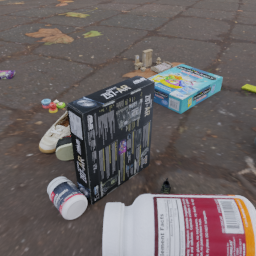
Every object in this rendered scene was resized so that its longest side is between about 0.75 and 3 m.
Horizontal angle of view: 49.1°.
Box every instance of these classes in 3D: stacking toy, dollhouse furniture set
[{"bbox_3d":[-2.951,-0.997,11.082,0.850,0.359,0.769,27,43,33],"label":"stacking toy"},{"bbox_3d":[1.416,-3.252,13.964,1.473,0.843,1.727,-26,42,-32],"label":"dollhouse furniture set"}]

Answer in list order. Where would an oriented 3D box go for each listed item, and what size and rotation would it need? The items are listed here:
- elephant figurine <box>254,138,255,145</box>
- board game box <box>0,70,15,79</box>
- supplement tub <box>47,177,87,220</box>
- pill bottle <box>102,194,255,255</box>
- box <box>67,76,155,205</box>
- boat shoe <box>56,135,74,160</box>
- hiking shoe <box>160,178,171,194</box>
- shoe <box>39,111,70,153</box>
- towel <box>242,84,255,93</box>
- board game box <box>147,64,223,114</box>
[{"bbox_3d":[4.504,0.254,8.476,2.175,1.539,1.688,-25,10,-9],"label":"elephant figurine"},{"bbox_3d":[-6.176,-2.578,13.586,1.199,0.194,0.719,-2,30,-3],"label":"board game box"},{"bbox_3d":[-1.496,1.694,6.844,0.672,0.672,0.958,-24,41,-31],"label":"supplement tub"},{"bbox_3d":[0.951,2.089,5.474,2.783,1.572,1.572,1,34,2],"label":"pill bottle"},{"bbox_3d":[-0.320,0.303,7.049,2.199,2.745,0.597,-29,44,-35],"label":"box"},{"bbox_3d":[-1.162,0.481,8.550,2.050,0.750,0.642,-7,36,-9],"label":"boat shoe"},{"bbox_3d":[0.940,1.651,7.153,0.303,0.403,0.801,3,34,4],"label":"hiking shoe"},{"bbox_3d":[-2.231,-0.030,9.419,0.820,0.626,2.346,11,36,16],"label":"shoe"},{"bbox_3d":[5.749,-1.610,12.218,1.420,0.128,0.611,27,37,35],"label":"towel"},{"bbox_3d":[2.276,-1.795,11.966,2.907,0.682,2.195,-29,44,-36],"label":"board game box"}]
